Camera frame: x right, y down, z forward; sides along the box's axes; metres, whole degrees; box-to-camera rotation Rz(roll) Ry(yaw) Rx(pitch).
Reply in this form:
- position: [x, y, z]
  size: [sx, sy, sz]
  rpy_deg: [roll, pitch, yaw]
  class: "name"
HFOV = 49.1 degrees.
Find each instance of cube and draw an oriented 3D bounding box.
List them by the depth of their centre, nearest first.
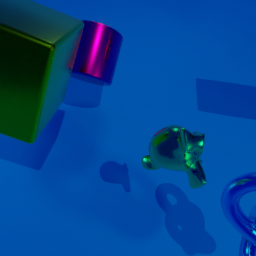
- position: [-1.416, -0.806, 3.406]
  size: [1.258, 1.258, 1.258]
  rpy_deg: [20, 31, -6]
  class: "cube"

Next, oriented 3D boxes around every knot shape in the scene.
- position: [1.798, 1.427, 3.639]
  size: [0.715, 1.449, 1.548]
  rpy_deg: [-18, 59, -12]
  class: "knot shape"

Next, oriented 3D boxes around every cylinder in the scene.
- position: [-0.760, -1.589, 6.096]
  size: [1.093, 1.093, 1.093]
  rpy_deg: [15, 90, 10]
  class: "cylinder"

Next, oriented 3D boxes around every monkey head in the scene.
- position: [0.579, 0.350, 3.297]
  size: [0.631, 1.046, 0.753]
  rpy_deg: [-1, 66, -25]
  class: "monkey head"
